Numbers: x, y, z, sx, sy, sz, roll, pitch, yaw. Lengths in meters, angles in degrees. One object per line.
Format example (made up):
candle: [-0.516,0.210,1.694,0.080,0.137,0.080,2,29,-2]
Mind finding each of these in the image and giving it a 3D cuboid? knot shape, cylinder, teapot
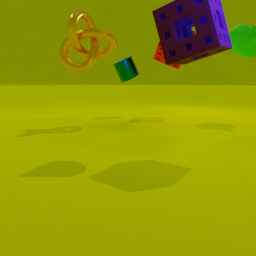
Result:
knot shape: [-1.355,-2.800,8.822,1.860,1.741,0.860,-26,33,-14]
cylinder: [-0.067,-2.447,11.688,0.844,0.844,0.844,-25,14,7]
teapot: [4.107,-3.073,9.696,1.280,1.008,2.058,32,14,-12]

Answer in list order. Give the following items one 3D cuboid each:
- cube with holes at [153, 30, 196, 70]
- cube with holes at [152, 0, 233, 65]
cube with holes: [1.851,-3.330,11.359,1.164,1.164,1.164,23,-16,1]
cube with holes: [1.179,-1.752,5.028,0.961,0.961,0.961,-13,4,33]
